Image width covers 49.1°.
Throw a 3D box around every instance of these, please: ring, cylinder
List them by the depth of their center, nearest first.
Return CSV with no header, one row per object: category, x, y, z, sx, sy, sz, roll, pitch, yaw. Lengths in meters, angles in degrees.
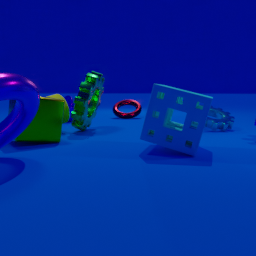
ring,-2.198,-0.095,4.277,1.898,0.380,1.898,-39,-11,-9
cylinder,-2.198,-0.431,7.724,0.853,0.853,0.853,-23,21,-39
ring,-0.036,-0.824,12.119,1.273,0.255,1.273,-2,38,2

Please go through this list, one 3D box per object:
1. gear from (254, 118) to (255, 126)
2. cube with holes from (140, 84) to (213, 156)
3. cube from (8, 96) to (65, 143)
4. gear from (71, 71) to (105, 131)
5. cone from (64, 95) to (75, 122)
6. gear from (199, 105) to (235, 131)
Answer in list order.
gear,3.981,-0.022,6.272,2.052,0.380,2.052,8,15,-2
cube with holes,1.002,-0.214,5.602,1.081,1.081,1.081,17,11,15
cube,-2.151,-0.239,6.476,0.991,0.991,0.991,4,6,-35
gear,-1.139,-0.766,8.107,0.315,1.704,1.704,19,10,5
cone,-2.072,-0.526,10.855,1.110,1.106,1.106,28,-12,-39
gear,2.581,-0.328,8.620,1.305,0.241,1.305,6,29,-3
